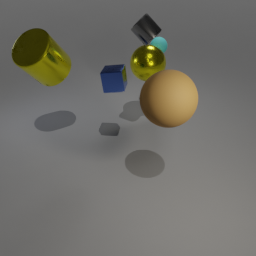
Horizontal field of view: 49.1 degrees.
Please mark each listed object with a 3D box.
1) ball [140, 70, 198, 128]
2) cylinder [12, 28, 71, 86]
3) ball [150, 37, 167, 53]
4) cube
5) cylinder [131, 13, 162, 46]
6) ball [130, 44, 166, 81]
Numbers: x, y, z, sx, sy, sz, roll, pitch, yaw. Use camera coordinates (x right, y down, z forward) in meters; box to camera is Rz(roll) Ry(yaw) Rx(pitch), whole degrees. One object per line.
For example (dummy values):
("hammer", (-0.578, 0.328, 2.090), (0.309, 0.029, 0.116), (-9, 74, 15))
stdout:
("ball", (0.981, -0.704, 6.794), (1.400, 1.400, 1.400), (0, 32, 0))
("cylinder", (-2.811, -2.290, 9.245), (1.400, 1.400, 1.400), (-6, 71, 17))
("ball", (1.242, -3.320, 11.339), (0.700, 0.700, 0.700), (0, 32, 0))
("cube", (-0.444, -1.610, 9.118), (0.700, 0.700, 0.700), (-2, 31, 11))
("cylinder", (0.565, -3.050, 8.700), (0.700, 0.700, 0.700), (45, 34, -11))
("ball", (0.776, -2.510, 10.858), (1.400, 1.400, 1.400), (0, 32, 0))
